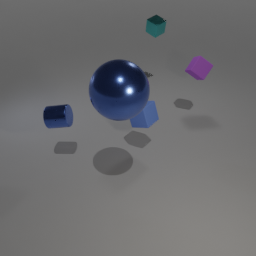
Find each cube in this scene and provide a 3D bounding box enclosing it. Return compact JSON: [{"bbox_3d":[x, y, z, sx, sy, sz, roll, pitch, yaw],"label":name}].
[{"bbox_3d":[2.882,-2.430,11.400,0.700,0.700,0.700,32,3,-12],"label":"cube"},{"bbox_3d":[0.508,-0.463,9.400,0.700,0.700,0.700,2,28,40],"label":"cube"},{"bbox_3d":[1.372,-5.017,13.799,0.700,0.700,0.700,-36,63,-26],"label":"cube"}]

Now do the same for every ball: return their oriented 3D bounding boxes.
[{"bbox_3d":[-0.200,-0.862,6.439,1.400,1.400,1.400,0,31,0],"label":"ball"}]

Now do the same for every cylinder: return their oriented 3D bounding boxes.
[{"bbox_3d":[-2.129,-0.353,8.600,0.700,0.700,0.700,-5,31,9],"label":"cylinder"}]
